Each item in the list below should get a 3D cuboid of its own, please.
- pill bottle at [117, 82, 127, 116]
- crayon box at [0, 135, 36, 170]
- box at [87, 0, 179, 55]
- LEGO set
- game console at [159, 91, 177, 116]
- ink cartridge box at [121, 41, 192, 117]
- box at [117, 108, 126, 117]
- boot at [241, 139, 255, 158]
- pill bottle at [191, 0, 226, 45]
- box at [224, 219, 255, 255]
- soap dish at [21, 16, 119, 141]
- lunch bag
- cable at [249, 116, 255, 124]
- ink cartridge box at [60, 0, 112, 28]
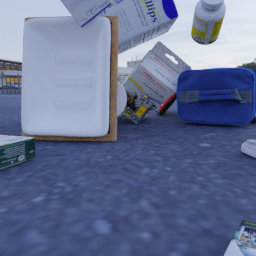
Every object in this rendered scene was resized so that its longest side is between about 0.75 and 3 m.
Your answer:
[{"bbox_3d":[-1.053,-0.845,8.740,1.473,1.473,2.576,-4,4,-23],"label":"pill bottle"},{"bbox_3d":[-2.571,0.381,4.829,1.617,0.417,1.017,4,9,23],"label":"crayon box"},{"bbox_3d":[0.025,-3.717,9.802,2.885,1.514,2.653,-22,9,5],"label":"box"},{"bbox_3d":[0.322,-0.973,10.087,1.467,1.105,1.908,41,13,14],"label":"LEGO set"},{"bbox_3d":[2.877,-1.267,13.309,1.755,2.549,2.957,39,11,0],"label":"game console"},{"bbox_3d":[0.890,-1.751,10.702,1.663,0.964,2.855,36,-34,-8],"label":"ink cartridge box"},{"bbox_3d":[-0.876,-1.213,11.637,1.779,0.695,2.918,42,11,0],"label":"box"},{"bbox_3d":[2.752,0.180,4.800,0.630,0.819,1.714,-5,10,-32],"label":"boot"},{"bbox_3d":[1.898,-2.608,6.602,0.702,0.702,1.254,1,-22,6],"label":"pill bottle"},{"bbox_3d":[1.191,0.940,1.842,0.985,0.186,0.673,5,10,33],"label":"box"},{"bbox_3d":[-1.369,-1.187,6.955,2.347,2.983,1.211,1,0,7],"label":"soap dish"},{"bbox_3d":[3.079,-1.061,9.383,2.782,1.890,1.840,2,12,28],"label":"lunch bag"},{"bbox_3d":[4.596,-0.314,10.233,0.912,0.284,1.118,0,5,-37],"label":"cable"},{"bbox_3d":[-1.223,-3.193,6.003,0.905,1.820,0.357,-32,24,13],"label":"ink cartridge box"}]
